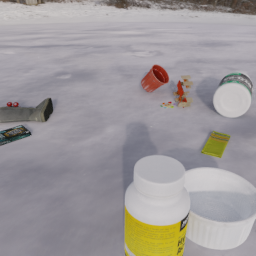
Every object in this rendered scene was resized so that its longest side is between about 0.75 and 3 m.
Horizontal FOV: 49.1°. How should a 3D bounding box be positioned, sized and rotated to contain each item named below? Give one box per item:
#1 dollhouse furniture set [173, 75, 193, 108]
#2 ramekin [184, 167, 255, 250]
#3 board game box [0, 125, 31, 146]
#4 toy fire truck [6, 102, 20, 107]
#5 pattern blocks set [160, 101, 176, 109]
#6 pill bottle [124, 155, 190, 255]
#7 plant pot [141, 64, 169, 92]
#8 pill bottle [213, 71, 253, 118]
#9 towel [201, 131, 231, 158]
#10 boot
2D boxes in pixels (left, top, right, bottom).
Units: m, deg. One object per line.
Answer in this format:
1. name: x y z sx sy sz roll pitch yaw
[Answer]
1. dollhouse furniture set: 2.692 -1.736 14.007 0.720 1.397 1.382 -4 61 -13
2. ramekin: 2.120 1.965 6.953 2.056 1.002 2.056 0 26 0
3. board game box: -4.688 0.282 11.182 1.337 0.188 0.904 -21 34 -35
4. toy fire truck: -5.486 -0.861 13.247 0.778 0.436 0.654 3 45 7
5. pattern blocks set: 2.028 -1.146 14.130 0.807 0.065 0.710 -14 30 -26
6. pill bottle: 0.575 1.803 5.759 1.314 2.362 1.314 0 27 0
7. plant pot: 1.400 -2.629 15.329 1.225 1.225 1.192 -32 -4 -46
8. pill bottle: 5.168 -1.755 13.603 1.643 1.643 2.905 11 28 21
9. towel: 3.359 0.584 10.623 0.748 0.157 1.737 13 30 25
10. boot: -4.698 -0.789 12.829 2.211 0.802 2.011 -5 25 4
